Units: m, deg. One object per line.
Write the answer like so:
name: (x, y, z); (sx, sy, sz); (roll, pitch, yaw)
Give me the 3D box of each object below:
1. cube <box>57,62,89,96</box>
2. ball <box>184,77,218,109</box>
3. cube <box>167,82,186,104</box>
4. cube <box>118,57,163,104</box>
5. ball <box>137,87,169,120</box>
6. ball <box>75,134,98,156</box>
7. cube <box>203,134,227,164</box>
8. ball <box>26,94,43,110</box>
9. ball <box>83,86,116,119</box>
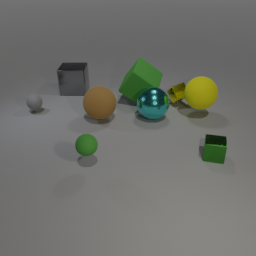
cube: (-2.885, -2.629, 14.956); (1.400, 1.400, 1.400); (0, 29, 0)
ball: (3.129, -1.500, 12.033); (1.400, 1.400, 1.400); (0, 28, 0)
cube: (2.399, -1.666, 13.401); (0.700, 0.700, 0.700); (-21, -5, -13)
cube: (0.609, -2.177, 13.298); (1.400, 1.400, 1.400); (33, 43, -12)
ball: (1.075, -1.056, 12.028); (1.400, 1.400, 1.400); (0, 28, 0)
ball: (-1.291, 0.527, 8.720); (0.700, 0.700, 0.700); (0, 28, 0)
cube: (2.950, 0.706, 9.538); (0.700, 0.700, 0.700); (7, 30, 14)
ball: (-4.226, -1.167, 12.659); (0.700, 0.700, 0.700); (0, 28, 0)
ball: (-1.192, -1.058, 11.791); (1.400, 1.400, 1.400); (0, 28, 0)
